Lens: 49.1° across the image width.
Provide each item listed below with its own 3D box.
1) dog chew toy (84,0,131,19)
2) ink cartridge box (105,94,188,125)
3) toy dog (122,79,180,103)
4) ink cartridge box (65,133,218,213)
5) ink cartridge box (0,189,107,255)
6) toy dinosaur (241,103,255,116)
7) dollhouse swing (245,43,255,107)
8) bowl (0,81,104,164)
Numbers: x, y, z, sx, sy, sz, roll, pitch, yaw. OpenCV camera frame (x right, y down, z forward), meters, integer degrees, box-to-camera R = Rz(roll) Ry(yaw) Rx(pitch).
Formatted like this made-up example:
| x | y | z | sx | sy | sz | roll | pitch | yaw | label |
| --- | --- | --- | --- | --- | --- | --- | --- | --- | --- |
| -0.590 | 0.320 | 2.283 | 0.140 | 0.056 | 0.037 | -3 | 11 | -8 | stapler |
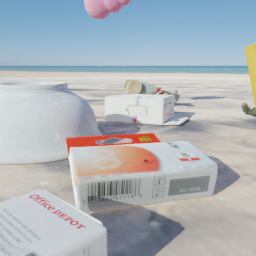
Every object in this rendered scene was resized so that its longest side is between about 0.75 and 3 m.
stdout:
| x | y | z | sx | sy | sz | roll | pitch | yaw | label |
| --- | --- | --- | --- | --- | --- | --- | --- | --- | --- |
| -0.560 | -3.880 | 8.454 | 1.487 | 0.926 | 0.926 | -9 | 9 | 21 | dog chew toy |
| 0.605 | -0.612 | 8.547 | 2.300 | 0.776 | 1.339 | 5 | 13 | 22 | ink cartridge box |
| 0.811 | -1.204 | 11.317 | 2.388 | 1.150 | 1.575 | 16 | 8 | 10 | toy dog |
| 0.003 | 0.326 | 4.210 | 1.764 | 0.545 | 2.175 | -3 | 24 | -16 | ink cartridge box |
| -0.914 | 0.965 | 1.837 | 0.956 | 0.552 | 1.314 | 12 | 17 | 43 | ink cartridge box |
| 4.509 | -0.529 | 8.995 | 0.856 | 0.461 | 1.943 | -17 | 16 | -10 | toy dinosaur |
| 4.281 | -1.016 | 4.968 | 2.939 | 2.671 | 2.583 | 8 | -25 | -14 | dollhouse swing |
| -1.955 | -0.305 | 5.949 | 2.914 | 1.309 | 2.914 | 1 | 12 | 0 | bowl |
